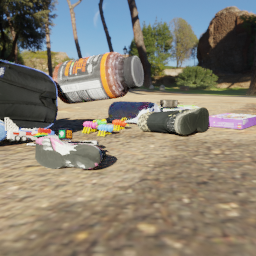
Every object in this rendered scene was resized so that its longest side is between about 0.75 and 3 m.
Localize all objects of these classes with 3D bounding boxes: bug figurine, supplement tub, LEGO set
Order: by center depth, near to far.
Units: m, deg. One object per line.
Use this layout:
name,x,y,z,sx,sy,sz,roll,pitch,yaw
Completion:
LEGO set,-1.650,0.163,6.522,1.774,0.583,2.375,-1,-7,-1
supplement tub,-1.003,-1.753,9.804,2.985,1.596,1.596,-5,6,23
bug figurine,-0.827,-0.094,10.131,1.418,0.470,1.828,3,9,20

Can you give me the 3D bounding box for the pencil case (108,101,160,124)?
pencil case,0.238,-0.607,11.952,2.284,1.036,0.949,8,-24,37

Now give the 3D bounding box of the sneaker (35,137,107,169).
sneaker,-1.178,0.571,5.819,1.598,0.642,0.690,10,-2,21

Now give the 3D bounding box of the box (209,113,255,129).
box,4.438,-0.317,11.740,1.463,0.418,2.138,8,12,41

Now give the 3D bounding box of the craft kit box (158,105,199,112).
craft kit box,2.326,-0.813,14.508,2.737,0.672,2.771,3,9,0

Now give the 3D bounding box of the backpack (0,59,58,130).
backpack,-3.687,-0.841,8.926,2.597,2.377,1.909,7,-17,-30

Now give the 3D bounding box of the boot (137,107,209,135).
boot,1.704,-0.289,10.077,1.867,0.892,2.472,4,9,38

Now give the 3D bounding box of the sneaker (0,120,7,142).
sneaker,-4.069,0.294,6.998,2.089,0.821,0.931,-12,19,-20

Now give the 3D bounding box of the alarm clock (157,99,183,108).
alarm clock,2.111,-1.187,13.615,1.276,0.425,0.861,-4,9,-12
